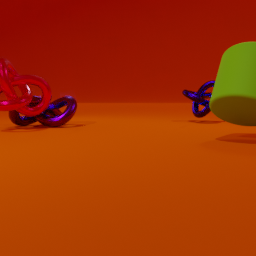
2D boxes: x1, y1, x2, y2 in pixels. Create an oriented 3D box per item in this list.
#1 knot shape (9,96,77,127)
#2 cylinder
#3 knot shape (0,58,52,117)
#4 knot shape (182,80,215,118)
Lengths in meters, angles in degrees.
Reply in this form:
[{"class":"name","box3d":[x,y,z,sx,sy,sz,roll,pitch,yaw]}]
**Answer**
[{"class":"knot shape","box3d":[-2.583,-0.504,8.291,1.797,0.888,1.921,-4,6,-37]},{"class":"cylinder","box3d":[2.208,-0.779,5.190,1.142,1.142,1.142,18,-19,7]},{"class":"knot shape","box3d":[-2.752,-0.930,7.266,1.571,1.679,0.776,22,-43,-35]},{"class":"knot shape","box3d":[2.575,-1.071,9.802,1.429,0.706,1.527,24,57,36]}]
